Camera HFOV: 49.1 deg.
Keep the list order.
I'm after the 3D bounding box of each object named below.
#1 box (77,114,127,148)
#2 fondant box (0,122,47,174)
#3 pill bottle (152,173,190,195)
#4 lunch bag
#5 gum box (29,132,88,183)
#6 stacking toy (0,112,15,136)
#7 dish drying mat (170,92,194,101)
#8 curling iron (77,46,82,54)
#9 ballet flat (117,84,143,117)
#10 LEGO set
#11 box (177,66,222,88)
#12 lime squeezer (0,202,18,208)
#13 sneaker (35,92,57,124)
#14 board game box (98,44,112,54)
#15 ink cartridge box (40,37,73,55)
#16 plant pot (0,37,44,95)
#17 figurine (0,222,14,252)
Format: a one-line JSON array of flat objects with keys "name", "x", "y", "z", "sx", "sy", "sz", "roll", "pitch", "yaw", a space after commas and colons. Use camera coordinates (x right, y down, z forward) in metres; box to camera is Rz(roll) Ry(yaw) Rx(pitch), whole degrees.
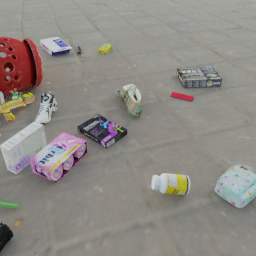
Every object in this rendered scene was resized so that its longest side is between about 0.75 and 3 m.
[{"name": "box", "x": -0.850, "y": 0.069, "z": 9.197, "sx": 1.377, "sy": 0.249, "sz": 0.984, "roll": 26, "pitch": 43, "yaw": 32}, {"name": "fondant box", "x": -2.908, "y": 0.546, "z": 7.965, "sx": 0.375, "sy": 0.928, "sz": 1.287, "roll": 20, "pitch": 41, "yaw": 22}, {"name": "pill bottle", "x": 1.066, "y": 1.402, "z": 7.033, "sx": 0.892, "sy": 0.500, "sz": 0.500, "roll": 6, "pitch": 36, "yaw": -7}, {"name": "lunch bag", "x": 2.866, "y": 1.461, "z": 7.139, "sx": 1.129, "sy": 0.435, "sz": 0.905, "roll": -27, "pitch": 44, "yaw": -32}, {"name": "gum box", "x": -1.953, "y": 0.824, "z": 7.944, "sx": 0.863, "sy": 0.503, "sz": 1.521, "roll": 18, "pitch": 40, "yaw": 23}, {"name": "stacking toy", "x": -4.727, "y": -0.126, "z": 9.435, "sx": 1.446, "sy": 0.340, "sz": 1.090, "roll": 2, "pitch": 35, "yaw": 6}, {"name": "dish drying mat", "x": 2.155, "y": -1.247, "z": 11.138, "sx": 0.886, "sy": 0.081, "sz": 0.340, "roll": 17, "pitch": 40, "yaw": 20}, {"name": "curling iron", "x": -2.648, "y": -4.275, "z": 15.205, "sx": 0.276, "sy": 0.142, "sz": 1.114, "roll": -7, "pitch": 37, "yaw": -8}, {"name": "ballet flat", "x": 0.146, "y": -1.184, "z": 10.448, "sx": 0.683, "sy": 0.758, "sz": 2.014, "roll": 16, "pitch": 28, "yaw": -28}, {"name": "LEGO set", "x": -4.630, "y": -1.035, "z": 9.834, "sx": 2.630, "sy": 0.979, "sz": 1.210, "roll": -19, "pitch": 18, "yaw": -22}, {"name": "box", "x": 3.082, "y": -2.246, "z": 12.220, "sx": 1.648, "sy": 0.405, "sz": 1.329, "roll": -4, "pitch": 35, "yaw": -5}, {"name": "lime squeezer", "x": -3.680, "y": 1.659, "z": 7.050, "sx": 2.034, "sy": 0.384, "sz": 0.718, "roll": 24, "pitch": 12, "yaw": 30}, {"name": "sneaker", "x": -2.915, "y": -0.783, "z": 9.831, "sx": 0.532, "sy": 0.867, "sz": 1.332, "roll": 10, "pitch": 38, "yaw": 14}, {"name": "board game box", "x": -1.214, "y": -4.254, "z": 15.116, "sx": 0.448, "sy": 0.210, "sz": 0.882, "roll": 12, "pitch": 38, "yaw": 16}, {"name": "ink cartridge box", "x": -3.876, "y": -4.386, "z": 15.146, "sx": 1.057, "sy": 0.414, "sz": 2.233, "roll": -20, "pitch": 38, "yaw": -26}, {"name": "plant pot", "x": -4.620, "y": -2.526, "z": 11.109, "sx": 2.029, "sy": 2.228, "sz": 2.228, "roll": -17, "pitch": 39, "yaw": -30}, {"name": "figurine", "x": -3.380, "y": 2.516, "z": 5.610, "sx": 1.502, "sy": 0.647, "sz": 1.466, "roll": 10, "pitch": 41, "yaw": 14}]
